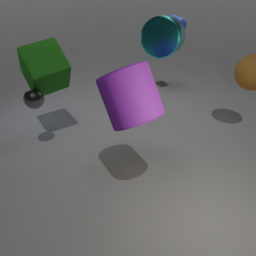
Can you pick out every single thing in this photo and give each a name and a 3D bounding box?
[{"bbox_3d":[0.063,-0.803,7.149,1.400,1.400,1.400,-20,7,3],"label":"cylinder"},{"bbox_3d":[4.866,-2.156,10.863,1.400,1.400,1.400,0,30,0],"label":"ball"},{"bbox_3d":[2.330,-4.990,13.435,0.700,0.700,0.700,-18,46,-28],"label":"cylinder"},{"bbox_3d":[1.285,-3.293,10.087,1.400,1.400,1.400,9,23,15],"label":"cylinder"},{"bbox_3d":[-3.204,-1.000,9.547,0.700,0.700,0.700,0,30,0],"label":"ball"},{"bbox_3d":[-3.029,-2.169,10.202,1.400,1.400,1.400,-25,77,-23],"label":"cube"}]
